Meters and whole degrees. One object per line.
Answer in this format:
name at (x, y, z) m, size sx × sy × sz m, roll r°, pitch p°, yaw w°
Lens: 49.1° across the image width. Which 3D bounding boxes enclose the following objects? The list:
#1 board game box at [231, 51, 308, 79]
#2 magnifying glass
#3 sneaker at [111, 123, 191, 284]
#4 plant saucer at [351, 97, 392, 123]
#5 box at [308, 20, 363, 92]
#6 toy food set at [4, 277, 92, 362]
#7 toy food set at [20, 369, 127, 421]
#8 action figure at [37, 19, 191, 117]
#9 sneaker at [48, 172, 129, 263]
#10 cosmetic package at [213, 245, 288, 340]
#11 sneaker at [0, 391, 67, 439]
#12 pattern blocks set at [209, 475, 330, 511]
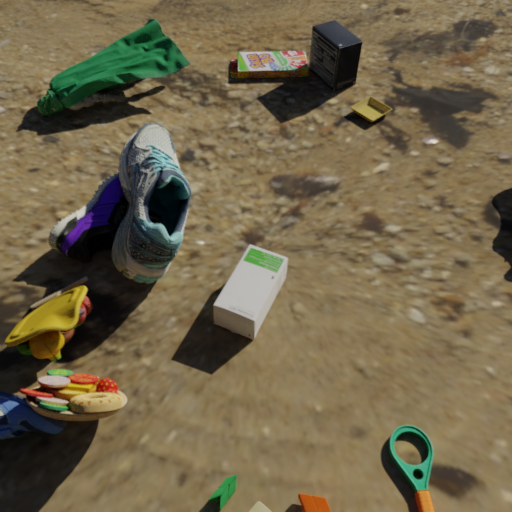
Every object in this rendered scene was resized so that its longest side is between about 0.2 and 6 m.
board game box at (0.306, -4.616, 13.516) m, size 1.840 × 0.276 × 0.879 m, roll -3°, pitch 49°, yaw 1°
magnifying glass at (2.102, 2.897, 7.248) m, size 0.578 × 0.163 × 1.452 m, roll -3°, pitch 51°, yaw -3°
sneaker at (-1.558, -1.139, 9.498) m, size 1.228 × 1.366 × 3.164 m, roll 16°, pitch 53°, yaw -32°
plant saucer at (2.536, -3.199, 12.364) m, size 0.661 × 0.160 × 0.661 m, roll -33°, pitch 57°, yaw -25°
box at (1.816, -4.626, 12.936) m, size 0.691 × 1.113 × 1.122 m, roll -24°, pitch 55°, yaw -18°
toy food set at (-2.860, 1.015, 8.193) m, size 1.180 × 0.655 × 2.005 m, roll -29°, pitch 15°, yaw -2°
toy food set at (-2.364, 1.823, 7.357) m, size 1.308 × 1.322 × 0.322 m, roll 7°, pitch 94°, yaw -4°
action figure at (-3.359, -4.028, 12.578) m, size 3.345 × 0.915 × 1.976 m, roll -30°, pitch 57°, yaw -14°
sneaker at (-2.565, -0.618, 9.901) m, size 1.012 × 0.707 × 2.035 m, roll 30°, pitch 61°, yaw 19°
cosmetic package at (-0.074, 0.562, 8.933) m, size 0.729 × 0.575 × 1.355 m, roll 19°, pitch 51°, yaw 13°
sneaker at (-3.527, 2.212, 7.487) m, size 1.948 × 0.720 × 0.801 m, roll 10°, pitch 69°, yaw 1°
pattern blocks set at (0.195, 3.735, 6.506) m, size 2.135 × 0.197 × 2.428 m, roll -34°, pitch 58°, yaw -25°
